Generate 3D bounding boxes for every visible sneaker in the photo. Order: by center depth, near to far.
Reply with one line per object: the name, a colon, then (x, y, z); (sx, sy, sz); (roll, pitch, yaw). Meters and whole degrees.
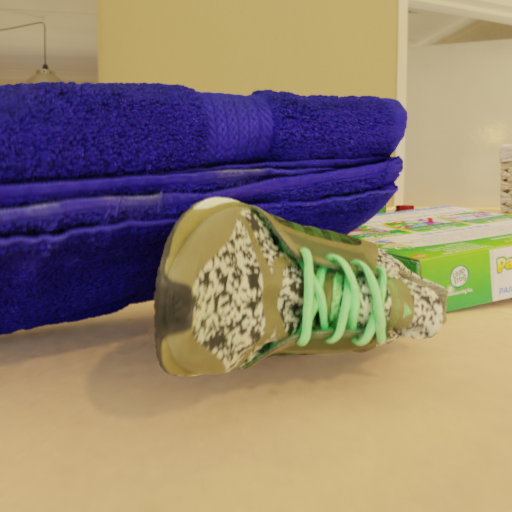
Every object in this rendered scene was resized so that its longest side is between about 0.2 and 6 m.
sneaker: (0.412, 0.174, 2.904); (1.014, 0.880, 2.288); (2, 0, 32)

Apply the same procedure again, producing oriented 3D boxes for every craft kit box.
craft kit box: (1.973, -0.091, 6.126); (2.499, 0.606, 2.468); (-8, 10, -22)

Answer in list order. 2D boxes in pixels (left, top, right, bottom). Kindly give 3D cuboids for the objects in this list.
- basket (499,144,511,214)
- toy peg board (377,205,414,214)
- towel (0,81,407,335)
basket: (5.524, -0.914, 8.919); (2.381, 1.915, 2.359); (-2, 7, -26)
toy peg board: (2.322, -0.433, 8.797); (2.019, 0.992, 2.028); (-1, 7, -5)
towel: (-0.681, -0.110, 3.606); (3.082, 0.764, 2.276); (-8, -25, -32)
